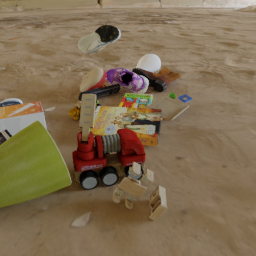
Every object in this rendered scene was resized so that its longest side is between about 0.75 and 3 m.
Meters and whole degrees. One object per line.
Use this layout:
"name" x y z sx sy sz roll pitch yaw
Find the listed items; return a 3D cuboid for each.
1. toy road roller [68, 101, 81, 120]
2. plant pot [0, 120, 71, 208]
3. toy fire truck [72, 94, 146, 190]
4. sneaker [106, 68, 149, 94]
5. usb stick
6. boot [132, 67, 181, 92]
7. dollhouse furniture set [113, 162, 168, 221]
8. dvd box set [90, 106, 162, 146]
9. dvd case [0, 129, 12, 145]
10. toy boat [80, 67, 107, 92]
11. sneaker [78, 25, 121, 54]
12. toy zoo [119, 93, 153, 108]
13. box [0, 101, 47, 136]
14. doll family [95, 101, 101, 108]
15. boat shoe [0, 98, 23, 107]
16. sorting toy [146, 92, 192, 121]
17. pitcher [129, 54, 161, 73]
"toy road roller" -2.199 -0.736 11.983 0.575 0.787 0.484 -4 33 -40
"plant pot" -3.050 1.188 7.658 2.225 2.082 2.082 -28 39 -23
"toy fire truck" -0.650 0.322 8.456 2.143 2.435 1.567 -8 31 -13
"sneaker" -0.270 -2.624 14.614 2.754 1.108 1.217 25 7 37
"usb stick" -1.398 -1.766 13.987 2.251 0.624 0.367 -18 61 -30
"boot" 1.608 -3.048 15.592 2.157 0.785 2.292 26 42 19
"dollhouse furniture set" 0.352 1.755 7.369 1.235 1.134 0.804 28 26 -12
"dvd box set" -0.094 -0.146 11.050 2.760 0.406 2.020 4 37 10
"dvd case" -4.888 0.752 9.306 2.143 0.171 1.594 -31 27 -24
"toy boat" -1.599 -2.271 14.289 1.771 1.158 1.156 -19 48 53
"sneaker" -1.048 -3.413 10.890 2.107 0.757 0.764 -5 -9 40
"toy zoo" 0.367 -1.120 13.216 1.404 0.219 2.140 5 30 9
"box" -4.297 -0.335 11.175 1.810 0.882 1.126 -12 32 -20
"doll family" -1.662 -0.948 12.684 0.785 0.533 1.359 16 38 19
"boat shoe" -5.480 -0.605 11.892 2.076 0.735 0.942 -19 35 -17
"sorting toy" 1.715 -0.822 12.410 1.503 0.364 2.670 28 48 34
"pitcher" 1.276 -3.356 16.332 1.804 1.274 2.102 32 49 12
